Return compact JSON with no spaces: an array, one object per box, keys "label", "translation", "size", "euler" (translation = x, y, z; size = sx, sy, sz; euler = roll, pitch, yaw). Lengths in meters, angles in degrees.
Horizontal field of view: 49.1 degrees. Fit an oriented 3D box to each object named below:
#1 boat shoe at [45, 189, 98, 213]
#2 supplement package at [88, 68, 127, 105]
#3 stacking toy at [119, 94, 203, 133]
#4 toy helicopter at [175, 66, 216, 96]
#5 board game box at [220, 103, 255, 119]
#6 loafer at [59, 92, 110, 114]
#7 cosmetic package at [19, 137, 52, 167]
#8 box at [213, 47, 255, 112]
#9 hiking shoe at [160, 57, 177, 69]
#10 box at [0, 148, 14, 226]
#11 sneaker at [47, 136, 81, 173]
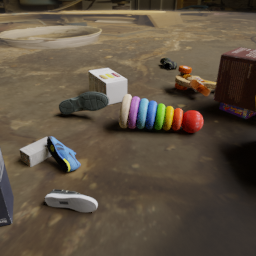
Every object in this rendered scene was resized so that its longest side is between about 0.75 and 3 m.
[{"label":"boat shoe","translation":[-1.320,1.669,6.629],"size":[1.304,0.447,0.369],"euler":[4,29,12]},{"label":"supplement package","translation":[-0.914,-1.898,12.529],"size":[1.063,1.023,1.869],"euler":[-16,33,-26]},{"label":"stacking toy","translation":[1.182,-0.411,9.836],"size":[2.859,1.220,1.220],"euler":[8,29,4]},{"label":"toy helicopter","translation":[3.475,-2.034,12.917],"size":[2.607,1.028,1.724],"euler":[9,25,-3]},{"label":"board game box","translation":[4.856,-0.996,11.530],"size":[1.819,0.407,1.223],"euler":[-21,35,-33]},{"label":"loafer","translation":[-1.633,-0.978,10.745],"size":[2.037,0.732,0.641],"euler":[-8,8,15]},{"label":"cosmetic package","translation":[-2.661,0.692,8.428],"size":[0.538,0.454,1.008],"euler":[23,33,35]},{"label":"box","translation":[4.801,-1.854,10.627],"size":[2.293,1.883,1.902],"euler":[23,33,34]},{"label":"hiking shoe","translation":[2.273,-3.851,16.649],"size":[0.684,0.515,1.359],"euler":[-15,33,-31]},{"label":"box","translation":[-3.544,1.347,5.944],"size":[1.807,1.645,0.941],"euler":[-9,30,-15]},{"label":"sneaker","translation":[-1.869,0.721,8.107],"size":[0.521,0.438,1.328],"euler":[-19,55,-42]}]
